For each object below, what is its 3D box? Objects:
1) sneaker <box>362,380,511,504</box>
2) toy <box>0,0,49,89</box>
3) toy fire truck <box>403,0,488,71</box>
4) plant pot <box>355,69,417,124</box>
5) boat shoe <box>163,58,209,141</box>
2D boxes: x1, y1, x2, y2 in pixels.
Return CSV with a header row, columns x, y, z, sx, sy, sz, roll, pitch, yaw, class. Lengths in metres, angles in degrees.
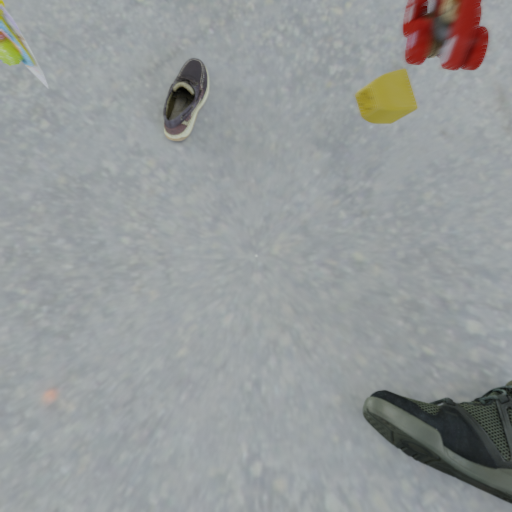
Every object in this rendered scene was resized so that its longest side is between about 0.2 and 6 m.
x,y,z,sx,sy,sz,roll,pitch,yaw,class
2.912,2.181,7.584,2.849,1.089,1.632,22,68,6,sneaker
-3.356,-2.869,7.383,0.399,1.690,0.973,-40,87,-16,toy
2.052,-2.645,5.815,0.762,1.141,1.359,7,50,2,toy fire truck
1.890,-2.358,8.421,0.661,0.646,0.642,-16,88,-28,plant pot
-1.244,-2.863,9.919,0.619,0.557,1.720,14,68,6,boat shoe
